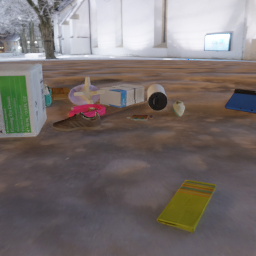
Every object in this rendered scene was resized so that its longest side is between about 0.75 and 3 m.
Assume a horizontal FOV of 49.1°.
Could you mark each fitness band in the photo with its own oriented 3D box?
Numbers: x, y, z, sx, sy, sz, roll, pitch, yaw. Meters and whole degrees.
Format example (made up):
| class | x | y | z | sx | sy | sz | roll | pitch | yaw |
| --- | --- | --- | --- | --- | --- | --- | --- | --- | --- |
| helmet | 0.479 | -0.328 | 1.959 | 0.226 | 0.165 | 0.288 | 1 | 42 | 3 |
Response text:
| class | x | y | z | sx | sy | sz | roll | pitch | yaw |
| --- | --- | --- | --- | --- | --- | --- | --- | --- | --- |
| fitness band | -1.781 | -0.752 | 12.330 | 1.216 | 0.317 | 1.693 | 15 | 24 | 39 |

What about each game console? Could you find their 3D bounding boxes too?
| class | x | y | z | sx | sy | sz | roll | pitch | yaw |
| --- | --- | --- | --- | --- | --- | --- | --- | --- | --- |
| game console | 6.143 | -1.061 | 13.480 | 2.237 | 1.324 | 1.910 | 16 | -8 | 40 |

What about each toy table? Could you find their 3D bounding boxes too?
| class | x | y | z | sx | sy | sz | roll | pitch | yaw |
| --- | --- | --- | --- | --- | --- | --- | --- | --- | --- |
| toy table | -1.970 | -1.670 | 13.619 | 1.636 | 1.504 | 0.958 | -23 | 10 | -26 |

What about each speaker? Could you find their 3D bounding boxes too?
| class | x | y | z | sx | sy | sz | roll | pitch | yaw |
| --- | --- | --- | --- | --- | --- | --- | --- | --- | --- |
| speaker | 1.408 | -1.534 | 13.759 | 0.944 | 0.944 | 2.326 | 1 | 17 | 3 |

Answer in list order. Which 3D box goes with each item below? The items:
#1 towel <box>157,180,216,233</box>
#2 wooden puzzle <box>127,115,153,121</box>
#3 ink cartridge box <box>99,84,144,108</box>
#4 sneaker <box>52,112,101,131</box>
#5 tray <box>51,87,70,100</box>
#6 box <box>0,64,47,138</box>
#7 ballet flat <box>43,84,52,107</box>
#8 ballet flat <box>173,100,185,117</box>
| class | x | y | z | sx | sy | sz | roll | pitch | yaw |
| --- | --- | --- | --- | --- | --- | --- | --- | --- | --- |
| towel | 1.214 | 1.479 | 5.548 | 0.712 | 0.149 | 1.655 | 4 | 18 | 29 |
| wooden puzzle | 0.494 | -0.421 | 11.655 | 1.098 | 0.077 | 0.651 | 3 | 18 | 9 |
| ink cartridge box | -0.287 | -1.707 | 14.480 | 1.437 | 0.829 | 1.981 | 13 | 22 | 37 |
| sneaker | -1.877 | -0.279 | 10.228 | 1.743 | 0.658 | 0.614 | -2 | 17 | -8 |
| tray | -3.916 | -2.040 | 16.334 | 1.022 | 0.384 | 2.072 | -5 | 17 | -15 |
| box | -4.126 | -1.060 | 9.985 | 1.959 | 2.276 | 2.287 | -2 | 18 | -6 |
| ballet flat | -4.479 | -1.808 | 14.661 | 0.884 | 0.924 | 2.626 | -4 | 18 | -14 |
| ballet flat | 2.262 | -0.926 | 12.391 | 0.523 | 0.523 | 1.505 | 1 | 18 | 2 |
